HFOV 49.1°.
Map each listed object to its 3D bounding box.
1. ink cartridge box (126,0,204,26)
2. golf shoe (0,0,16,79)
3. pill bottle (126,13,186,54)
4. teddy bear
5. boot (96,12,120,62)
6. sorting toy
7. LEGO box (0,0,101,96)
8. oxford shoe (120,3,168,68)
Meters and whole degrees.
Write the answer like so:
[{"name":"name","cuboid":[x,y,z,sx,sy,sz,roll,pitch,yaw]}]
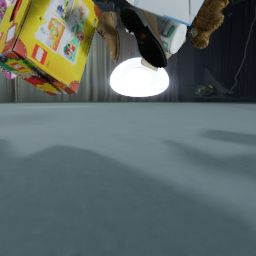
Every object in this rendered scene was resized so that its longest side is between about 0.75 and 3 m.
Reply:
[{"name":"ink cartridge box","cuboid":[0.017,-3.063,5.253,1.607,0.940,2.770,-4,41,-45]},{"name":"golf shoe","cuboid":[-3.529,-2.748,8.907,0.940,2.496,1.142,35,38,28]},{"name":"pill bottle","cuboid":[0.924,-3.355,9.528,1.887,1.067,1.067,31,18,20]},{"name":"teddy bear","cuboid":[2.154,-3.068,7.777,0.548,1.642,1.191,0,46,-43]},{"name":"boot","cuboid":[-0.760,-3.394,10.414,0.791,2.095,0.771,-4,-20,-20]},{"name":"sorting toy","cuboid":[1.388,-3.165,11.188,0.339,1.861,1.723,49,21,19]},{"name":"LEGO box","cuboid":[-1.935,-2.417,6.992,1.018,2.639,1.965,0,-21,36]},{"name":"oxford shoe","cuboid":[0.601,-2.448,7.328,0.725,1.994,0.842,1,50,36]}]
